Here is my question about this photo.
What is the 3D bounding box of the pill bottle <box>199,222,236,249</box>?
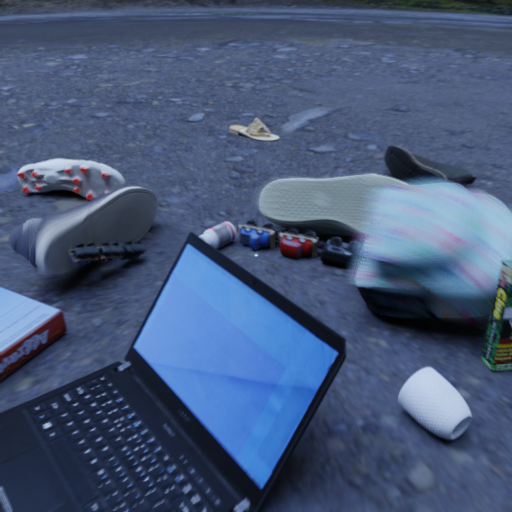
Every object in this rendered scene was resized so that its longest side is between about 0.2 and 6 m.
[{"bbox_3d":[-0.769,-0.359,10.818,0.405,0.405,0.731,25,38,36],"label":"pill bottle"}]

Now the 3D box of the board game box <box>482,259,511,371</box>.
[{"bbox_3d":[4.766,0.749,7.669,3.108,1.628,0.365,-3,23,-4],"label":"board game box"}]

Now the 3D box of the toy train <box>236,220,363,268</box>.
[{"bbox_3d":[0.742,-0.205,10.579,2.543,0.434,0.582,13,45,20],"label":"toy train"}]

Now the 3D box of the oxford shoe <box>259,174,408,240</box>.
[{"bbox_3d":[1.774,-0.908,10.902,3.415,1.284,0.986,6,-7,12],"label":"oxford shoe"}]

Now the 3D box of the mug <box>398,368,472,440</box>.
[{"bbox_3d":[2.284,1.853,6.891,0.833,0.615,0.730,15,21,-44],"label":"mug"}]

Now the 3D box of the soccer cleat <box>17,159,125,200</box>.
[{"bbox_3d":[-4.206,-1.855,12.961,2.687,0.931,1.042,4,28,13],"label":"soccer cleat"}]

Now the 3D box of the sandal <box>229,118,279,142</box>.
[{"bbox_3d":[-0.091,-3.833,16.684,1.679,0.552,0.616,18,35,28],"label":"sandal"}]

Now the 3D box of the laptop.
[{"bbox_3d":[-1.328,1.551,6.132,3.480,1.797,3.084,-21,35,-32],"label":"laptop"}]

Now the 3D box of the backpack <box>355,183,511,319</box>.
[{"bbox_3d":[2.754,-0.090,8.506,2.231,1.680,1.981,4,53,26],"label":"backpack"}]

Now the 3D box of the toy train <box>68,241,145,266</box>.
[{"bbox_3d":[-2.596,-0.049,9.745,1.648,0.377,0.281,-5,59,-58],"label":"toy train"}]

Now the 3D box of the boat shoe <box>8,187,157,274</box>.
[{"bbox_3d":[-3.042,-0.648,10.299,1.023,1.184,3.260,16,26,21],"label":"boat shoe"}]

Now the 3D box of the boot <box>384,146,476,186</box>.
[{"bbox_3d":[4.207,-2.118,13.690,1.351,0.757,1.954,-14,46,-30],"label":"boot"}]

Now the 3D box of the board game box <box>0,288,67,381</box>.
[{"bbox_3d":[-5.109,1.761,7.075,2.507,0.473,4.869,17,34,24],"label":"board game box"}]
